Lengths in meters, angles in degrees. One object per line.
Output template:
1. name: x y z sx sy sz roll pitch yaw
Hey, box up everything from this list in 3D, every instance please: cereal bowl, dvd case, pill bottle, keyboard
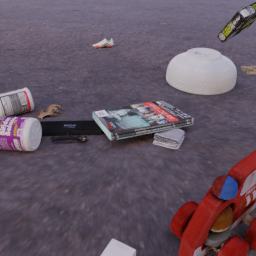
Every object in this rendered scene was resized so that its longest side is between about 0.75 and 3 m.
1. cereal bowl: 2.919 -2.401 11.056 2.763 1.151 2.763 0 34 0
2. dvd case: 0.382 -0.307 8.347 2.511 0.276 1.833 -10 25 -20
3. pill bottle: -3.214 0.130 7.467 1.581 0.887 0.887 3 34 5
4. pill bottle: -3.788 -0.756 8.895 1.390 0.770 0.770 -20 38 -27
5. keyboard: -1.718 0.104 8.130 1.933 0.199 1.229 -2 27 -1

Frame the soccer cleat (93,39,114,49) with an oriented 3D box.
1. soccer cleat: -1.310 -4.473 14.775 1.110 0.473 0.381 -7 34 -11

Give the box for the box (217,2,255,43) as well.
1. box: 3.467 -3.232 8.407 1.368 1.096 0.303 -32 81 -25

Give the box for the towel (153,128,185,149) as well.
1. towel: 1.138 0.238 7.792 0.775 0.332 0.641 13 35 19

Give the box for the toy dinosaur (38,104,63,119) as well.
1. toy dinosaur: -2.490 -0.597 9.055 0.588 0.373 0.868 8 28 24

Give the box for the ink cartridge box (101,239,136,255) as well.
1. ink cartridge box: -0.386 2.429 4.085 0.453 0.769 1.335 17 37 24

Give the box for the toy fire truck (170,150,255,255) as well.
1. toy fire truck: 1.731 1.314 4.807 2.175 1.826 1.219 -23 40 -30

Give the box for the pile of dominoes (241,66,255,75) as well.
1. pile of dominoes: 5.553 -2.590 12.204 1.105 0.176 0.861 -3 34 -4
